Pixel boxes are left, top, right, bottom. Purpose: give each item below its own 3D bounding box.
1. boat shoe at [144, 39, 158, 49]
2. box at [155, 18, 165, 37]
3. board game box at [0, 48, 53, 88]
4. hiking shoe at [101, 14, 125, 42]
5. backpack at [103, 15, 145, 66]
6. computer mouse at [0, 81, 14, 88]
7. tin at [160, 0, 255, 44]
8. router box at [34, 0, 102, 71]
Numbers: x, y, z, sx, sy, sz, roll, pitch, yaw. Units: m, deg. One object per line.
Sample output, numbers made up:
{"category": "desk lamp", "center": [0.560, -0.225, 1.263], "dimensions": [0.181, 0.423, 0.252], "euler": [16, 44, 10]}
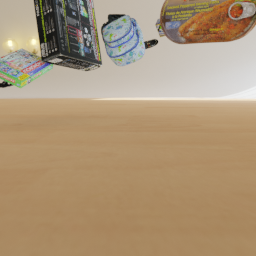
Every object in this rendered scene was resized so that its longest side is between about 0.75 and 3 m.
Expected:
{"category": "boat shoe", "center": [0.805, -3.233, 10.810], "dimensions": [0.804, 0.294, 0.252], "euler": [-28, 25, -18]}
{"category": "box", "center": [1.444, -3.011, 8.007], "dimensions": [1.227, 0.430, 0.395], "euler": [-5, 46, 29]}
{"category": "board game box", "center": [-3.235, -1.859, 8.493], "dimensions": [1.193, 0.258, 1.773], "euler": [24, 34, 3]}
{"category": "hiking shoe", "center": [-0.388, -3.526, 10.788], "dimensions": [1.052, 1.226, 2.827], "euler": [1, 34, 5]}
{"category": "backpack", "center": [-0.133, -2.143, 6.944], "dimensions": [0.992, 1.084, 0.797], "euler": [-21, -32, 17]}
{"category": "computer mouse", "center": [-3.345, -1.545, 8.574], "dimensions": [1.318, 0.303, 0.925], "euler": [-27, 21, -29]}
{"category": "tin", "center": [1.660, -2.379, 5.846], "dimensions": [2.060, 1.153, 0.431], "euler": [9, 24, 33]}
{"category": "router box", "center": [-1.975, -3.463, 9.338], "dimensions": [0.877, 2.823, 2.115], "euler": [-9, -3, 31]}
